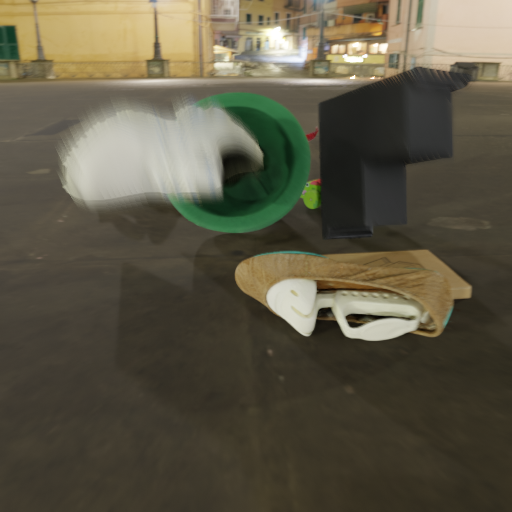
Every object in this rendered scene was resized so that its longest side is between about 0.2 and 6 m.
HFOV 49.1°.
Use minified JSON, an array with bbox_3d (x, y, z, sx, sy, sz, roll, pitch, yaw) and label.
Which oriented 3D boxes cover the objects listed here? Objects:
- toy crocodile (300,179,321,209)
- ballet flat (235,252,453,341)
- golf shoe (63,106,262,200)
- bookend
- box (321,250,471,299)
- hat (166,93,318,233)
[{"bbox_3d":[1.662,-1.305,11.888,0.732,0.670,2.170,-18,28,-38],"label":"toy crocodile"},{"bbox_3d":[1.049,0.589,7.118,2.836,0.962,1.026,7,42,7],"label":"ballet flat"},{"bbox_3d":[-1.297,-1.514,8.724,3.253,1.274,1.582,-27,48,-36],"label":"golf shoe"},{"bbox_3d":[2.102,-1.456,8.822,1.086,2.342,2.357,-3,2,-29],"label":"bookend"},{"bbox_3d":[2.031,0.299,8.514,1.880,0.200,1.537,-3,22,-8],"label":"box"},{"bbox_3d":[-0.159,-1.744,11.996,3.295,2.729,2.900,-3,-3,2],"label":"hat"}]
